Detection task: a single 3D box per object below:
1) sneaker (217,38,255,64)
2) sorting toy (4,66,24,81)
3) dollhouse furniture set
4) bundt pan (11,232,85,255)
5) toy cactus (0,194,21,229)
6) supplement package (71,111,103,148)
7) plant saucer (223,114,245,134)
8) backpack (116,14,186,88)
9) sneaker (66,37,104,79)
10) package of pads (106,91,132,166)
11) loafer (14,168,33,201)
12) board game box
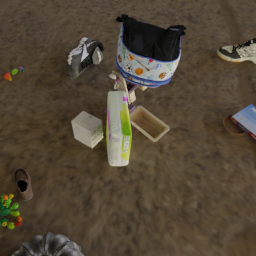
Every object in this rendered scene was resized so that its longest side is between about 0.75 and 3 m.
[{"bbox_3d":[5.677,-3.819,13.401,2.629,1.152,0.994,6,49,8],"label":"sneaker"},{"bbox_3d":[-5.143,-2.446,12.756,0.338,0.340,0.982,45,60,7],"label":"sorting toy"},{"bbox_3d":[0.570,-1.112,10.029,2.179,1.952,2.750,-41,59,-16],"label":"dollhouse furniture set"},{"bbox_3d":[-2.033,3.502,6.821,2.096,0.787,2.096,0,46,0],"label":"bundt pan"},{"bbox_3d":[-3.628,2.469,8.000,1.001,0.620,1.213,-30,62,-13],"label":"toy cactus"},{"bbox_3d":[-1.424,0.054,9.948,0.863,0.903,0.664,28,53,23],"label":"supplement package"},{"bbox_3d":[4.024,-0.100,10.547,0.968,0.177,0.968,4,50,-5],"label":"plant saucer"},{"bbox_3d":[0.627,-2.479,9.413,2.495,1.922,2.376,10,37,-1],"label":"backpack"},{"bbox_3d":[-1.884,-3.284,13.004,1.340,0.984,2.961,7,45,11],"label":"sneaker"},{"bbox_3d":[-0.358,0.032,9.476,0.725,1.641,2.125,0,46,-6],"label":"package of pads"},{"bbox_3d":[-3.274,1.669,8.758,0.447,0.435,1.225,-23,51,-20],"label":"loafer"},{"bbox_3d":[5.037,0.124,10.204,1.220,0.231,2.371,-29,58,-24],"label":"board game box"}]
